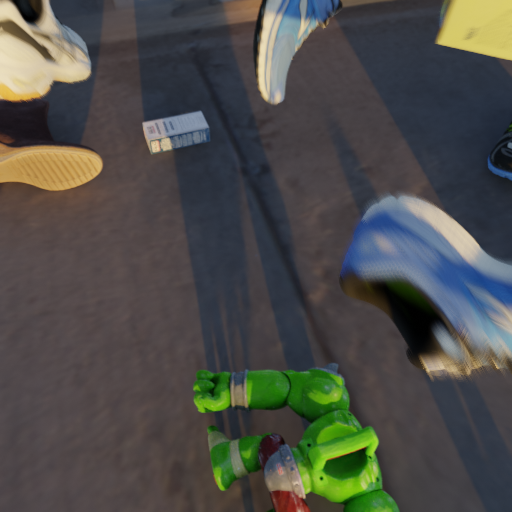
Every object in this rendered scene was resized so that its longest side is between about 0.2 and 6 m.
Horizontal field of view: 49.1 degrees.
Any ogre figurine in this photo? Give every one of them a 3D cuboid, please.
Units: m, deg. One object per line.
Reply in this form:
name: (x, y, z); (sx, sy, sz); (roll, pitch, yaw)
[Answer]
ogre figurine: (0.496, 2.461, 6.183); (1.793, 1.467, 2.991); (-20, 39, -2)

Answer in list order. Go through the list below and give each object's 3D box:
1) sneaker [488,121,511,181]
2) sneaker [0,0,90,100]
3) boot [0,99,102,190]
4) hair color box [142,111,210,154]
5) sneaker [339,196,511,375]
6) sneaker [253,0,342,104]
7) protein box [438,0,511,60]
sneaker: (5.220, -2.405, 10.508); (1.081, 1.264, 3.050); (24, 53, 21)
sneaker: (-2.602, -2.677, 6.725); (0.958, 1.110, 2.533); (7, 28, -4)
boot: (-4.170, -2.306, 10.598); (2.736, 0.990, 2.276); (-4, 51, 1)
hair color box: (-1.587, -2.462, 11.153); (1.214, 0.367, 0.607); (-14, 50, -12)
sneaker: (1.614, 0.568, 4.048); (2.334, 0.917, 1.041); (31, 59, 14)
sneaker: (0.685, -3.728, 8.786); (1.269, 2.846, 1.118); (9, 34, -10)
protein box: (3.362, -3.548, 7.575); (1.354, 1.344, 0.913); (14, 52, 4)
